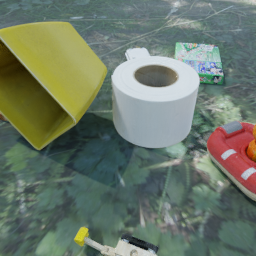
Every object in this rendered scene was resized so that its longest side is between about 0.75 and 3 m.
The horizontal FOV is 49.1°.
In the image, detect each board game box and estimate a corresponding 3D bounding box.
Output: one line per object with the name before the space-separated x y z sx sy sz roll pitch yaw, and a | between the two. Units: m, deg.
board game box | 2.813 -2.711 11.411 1.824 0.394 2.710 6 41 8

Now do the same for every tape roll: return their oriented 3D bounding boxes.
tape roll | 0.766 -0.828 8.248 2.434 1.671 2.434 1 41 0

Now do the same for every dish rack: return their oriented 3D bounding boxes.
dish rack | 0.458 -3.119 12.003 1.035 0.263 1.206 -7 40 -7

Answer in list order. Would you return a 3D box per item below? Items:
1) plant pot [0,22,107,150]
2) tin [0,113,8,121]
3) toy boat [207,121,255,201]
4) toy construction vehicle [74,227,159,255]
plant pot | -2.077 -1.303 7.398 2.504 2.503 2.208 49 50 -12
tin | -4.036 -0.787 9.250 1.674 0.351 0.938 33 55 32
toy boat | 3.208 0.506 6.677 1.692 1.694 2.592 -19 44 -21
toy construction vehicle | -0.293 2.842 4.861 2.098 0.739 1.827 12 53 18
